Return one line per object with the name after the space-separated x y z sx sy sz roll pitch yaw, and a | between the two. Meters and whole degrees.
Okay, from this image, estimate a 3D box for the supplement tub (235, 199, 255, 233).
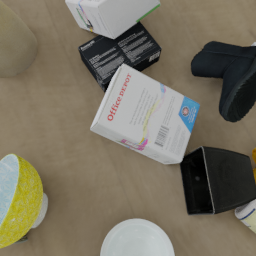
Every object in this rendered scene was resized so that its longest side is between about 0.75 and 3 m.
3.700 2.462 7.638 1.268 0.919 0.919 41 77 11 | supplement tub

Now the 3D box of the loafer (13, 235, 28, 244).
-3.273 2.967 7.765 1.021 0.384 0.356 7 77 2 | loafer

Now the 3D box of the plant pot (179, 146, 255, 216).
2.484 1.459 7.677 1.481 1.670 1.666 -1 72 -13 | plant pot

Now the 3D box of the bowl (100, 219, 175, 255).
0.234 3.375 7.397 1.887 0.848 1.887 0 73 -1 | bowl

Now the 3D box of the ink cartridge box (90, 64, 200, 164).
0.478 -0.327 8.018 2.591 1.097 1.872 26 73 -14 | ink cartridge box

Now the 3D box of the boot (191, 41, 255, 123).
2.696 -1.440 8.101 2.163 0.983 2.575 21 72 48 | boot

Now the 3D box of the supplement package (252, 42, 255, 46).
4.953 -1.861 8.708 2.352 1.380 1.375 -7 70 -2 | supplement package

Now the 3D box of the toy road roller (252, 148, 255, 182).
4.326 1.451 7.755 1.666 1.403 2.282 -35 71 3 | toy road roller

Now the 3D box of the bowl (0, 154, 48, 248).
-2.950 2.022 7.430 1.310 2.434 2.434 30 70 -36 | bowl

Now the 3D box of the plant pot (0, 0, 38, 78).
-4.180 -3.036 8.607 2.154 2.300 2.154 0 73 -1 | plant pot

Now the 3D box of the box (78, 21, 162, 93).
-0.263 -2.416 9.160 2.206 0.870 1.557 -33 79 -9 | box

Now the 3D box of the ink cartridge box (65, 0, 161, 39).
-0.565 -3.962 8.850 1.886 1.094 2.604 -39 40 -11 | ink cartridge box
